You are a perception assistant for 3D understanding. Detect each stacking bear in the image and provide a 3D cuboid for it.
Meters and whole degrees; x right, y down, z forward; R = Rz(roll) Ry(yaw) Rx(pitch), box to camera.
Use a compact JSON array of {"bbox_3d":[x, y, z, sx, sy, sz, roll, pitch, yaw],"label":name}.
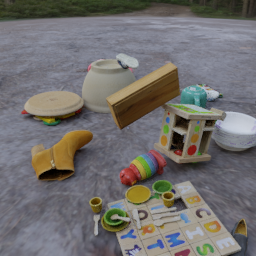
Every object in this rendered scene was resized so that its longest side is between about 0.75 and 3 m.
[{"bbox_3d":[0.340,1.174,7.833,1.247,0.757,0.709,-27,62,-22],"label":"stacking bear"}]

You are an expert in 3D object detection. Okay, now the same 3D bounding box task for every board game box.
[{"bbox_3d":[3.955,-1.877,14.223,0.888,0.199,1.695,-10,29,-14],"label":"board game box"}]

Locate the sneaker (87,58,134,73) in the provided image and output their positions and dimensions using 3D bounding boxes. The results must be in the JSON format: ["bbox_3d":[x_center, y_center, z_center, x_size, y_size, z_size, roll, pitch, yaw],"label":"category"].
[{"bbox_3d":[-1.031,-3.352,16.156,2.763,1.018,1.198,2,29,3],"label":"sneaker"}]

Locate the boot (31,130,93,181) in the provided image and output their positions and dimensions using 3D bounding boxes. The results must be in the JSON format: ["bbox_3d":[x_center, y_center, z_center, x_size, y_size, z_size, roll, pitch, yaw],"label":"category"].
[{"bbox_3d":[-1.820,0.860,8.516,2.125,0.748,1.521,-17,37,-22],"label":"boot"}]

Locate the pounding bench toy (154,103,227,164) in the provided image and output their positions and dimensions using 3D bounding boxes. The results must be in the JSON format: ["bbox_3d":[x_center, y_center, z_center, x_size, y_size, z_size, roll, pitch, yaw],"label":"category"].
[{"bbox_3d":[2.065,0.198,8.623,2.052,1.601,1.275,-1,18,-30],"label":"pounding bench toy"}]

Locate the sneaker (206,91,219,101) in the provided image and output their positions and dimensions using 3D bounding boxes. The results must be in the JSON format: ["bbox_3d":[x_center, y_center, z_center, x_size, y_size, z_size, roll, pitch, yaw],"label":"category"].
[{"bbox_3d":[3.570,-1.565,13.171,1.381,0.501,0.496,1,71,14],"label":"sneaker"}]

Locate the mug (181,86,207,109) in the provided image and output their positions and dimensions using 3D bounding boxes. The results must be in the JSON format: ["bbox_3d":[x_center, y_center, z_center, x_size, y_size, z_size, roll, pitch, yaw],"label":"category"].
[{"bbox_3d":[3.011,-1.342,12.456,1.131,0.851,1.376,-16,31,-27],"label":"mug"}]

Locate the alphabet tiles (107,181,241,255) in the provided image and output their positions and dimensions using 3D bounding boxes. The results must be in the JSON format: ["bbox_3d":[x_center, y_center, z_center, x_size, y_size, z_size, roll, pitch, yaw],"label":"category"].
[{"bbox_3d":[0.926,2.264,6.103,2.272,0.103,2.718,-13,29,-12],"label":"alphabet tiles"}]

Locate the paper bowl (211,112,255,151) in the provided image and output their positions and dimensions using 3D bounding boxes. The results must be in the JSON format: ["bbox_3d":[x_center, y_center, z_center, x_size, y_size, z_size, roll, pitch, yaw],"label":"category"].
[{"bbox_3d":[3.614,0.159,9.549,1.668,0.868,1.668,0,27,0],"label":"paper bowl"}]

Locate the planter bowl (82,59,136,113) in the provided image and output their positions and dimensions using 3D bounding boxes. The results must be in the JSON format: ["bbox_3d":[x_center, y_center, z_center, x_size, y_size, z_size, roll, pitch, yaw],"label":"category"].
[{"bbox_3d":[-0.813,-2.058,12.779,2.747,1.848,2.747,0,28,0],"label":"planter bowl"}]

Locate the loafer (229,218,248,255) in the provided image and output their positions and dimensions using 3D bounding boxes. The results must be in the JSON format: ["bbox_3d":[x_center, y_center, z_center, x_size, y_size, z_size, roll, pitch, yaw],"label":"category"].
[{"bbox_3d":[2.316,2.350,5.864,0.389,0.386,1.068,10,30,16],"label":"loafer"}]

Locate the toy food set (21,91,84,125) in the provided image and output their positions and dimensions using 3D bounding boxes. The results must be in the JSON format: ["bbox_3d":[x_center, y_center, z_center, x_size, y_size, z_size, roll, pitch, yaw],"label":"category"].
[{"bbox_3d":[-3.162,-0.950,11.928,2.539,0.618,2.513,23,35,37],"label":"toy food set"}]

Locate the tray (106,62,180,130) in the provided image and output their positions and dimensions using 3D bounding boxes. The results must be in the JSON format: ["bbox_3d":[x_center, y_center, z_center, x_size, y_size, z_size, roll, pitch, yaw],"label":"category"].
[{"bbox_3d":[0.483,-0.869,7.748,2.072,1.022,0.384,-30,49,-10],"label":"tray"}]

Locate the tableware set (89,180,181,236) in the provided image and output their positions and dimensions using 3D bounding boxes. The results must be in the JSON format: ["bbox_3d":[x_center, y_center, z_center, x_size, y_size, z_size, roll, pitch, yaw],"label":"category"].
[{"bbox_3d":[0.134,1.786,6.717,2.093,0.321,1.410,-9,28,-3],"label":"tableware set"}]

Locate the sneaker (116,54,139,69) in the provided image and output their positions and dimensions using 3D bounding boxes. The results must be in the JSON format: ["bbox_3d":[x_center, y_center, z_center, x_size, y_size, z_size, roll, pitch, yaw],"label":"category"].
[{"bbox_3d":[0.014,-2.215,9.763,0.403,0.454,1.074,-32,47,-19],"label":"sneaker"}]
